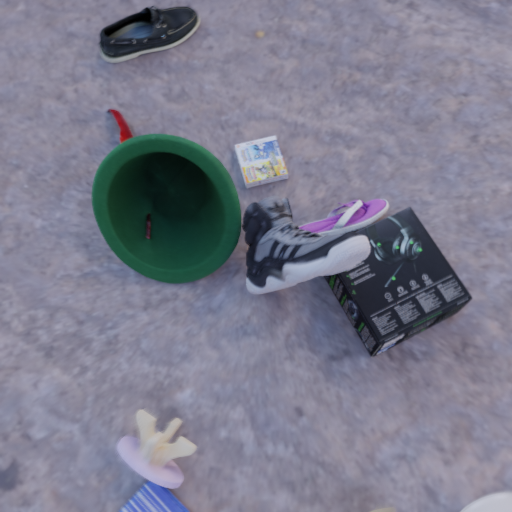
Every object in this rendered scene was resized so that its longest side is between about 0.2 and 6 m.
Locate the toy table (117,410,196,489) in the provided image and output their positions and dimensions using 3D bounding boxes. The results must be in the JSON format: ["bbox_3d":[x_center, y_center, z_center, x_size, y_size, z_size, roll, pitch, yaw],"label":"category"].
[{"bbox_3d":[-1.513,2.961,8.680,1.156,1.063,0.677,29,96,0],"label":"toy table"}]

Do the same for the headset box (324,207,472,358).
[{"bbox_3d":[2.293,0.388,9.726,1.802,0.960,2.069,-26,70,-10],"label":"headset box"}]

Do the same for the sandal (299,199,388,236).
[{"bbox_3d":[1.561,-0.723,10.277,1.905,0.468,0.775,-23,28,-8],"label":"sandal"}]

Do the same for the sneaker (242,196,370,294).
[{"bbox_3d":[0.592,-0.312,9.053,1.011,2.680,1.525,-11,83,-38],"label":"sneaker"}]

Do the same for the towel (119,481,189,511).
[{"bbox_3d":[-1.730,4.277,8.544,1.056,0.174,1.458,41,73,16],"label":"towel"}]

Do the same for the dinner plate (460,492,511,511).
[{"bbox_3d":[3.988,4.895,8.234,2.623,0.318,2.623,0,66,0],"label":"dinner plate"}]

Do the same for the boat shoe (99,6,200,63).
[{"bbox_3d":[-2.312,-4.948,12.049,2.314,0.767,0.865,-21,69,-8],"label":"boat shoe"}]

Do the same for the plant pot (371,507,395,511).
[{"bbox_3d":[1.474,4.403,7.777,1.100,1.638,1.638,-5,67,8],"label":"plant pot"}]

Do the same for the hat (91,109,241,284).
[{"bbox_3d":[-1.525,-1.426,10.741,2.587,2.749,3.123,-14,112,10],"label":"hat"}]

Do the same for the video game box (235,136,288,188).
[{"bbox_3d":[0.097,-1.867,11.073,0.855,0.220,0.938,-15,68,-3],"label":"video game box"}]
